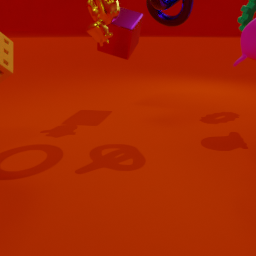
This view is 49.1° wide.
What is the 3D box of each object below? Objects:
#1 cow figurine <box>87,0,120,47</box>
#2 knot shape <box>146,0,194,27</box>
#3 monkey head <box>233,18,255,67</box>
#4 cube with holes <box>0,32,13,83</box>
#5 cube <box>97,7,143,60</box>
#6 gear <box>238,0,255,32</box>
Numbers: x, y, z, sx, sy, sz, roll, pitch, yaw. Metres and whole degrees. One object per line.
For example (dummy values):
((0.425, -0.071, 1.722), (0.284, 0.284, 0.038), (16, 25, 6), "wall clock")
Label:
((-0.658, -3.086, 7.996), (0.722, 1.295, 1.316), (-5, 23, 43), "cow figurine")
((1.173, -3.118, 6.252), (1.580, 0.780, 1.689), (-23, -23, 6), "knot shape")
((3.457, -2.266, 7.311), (1.092, 1.812, 1.303), (26, 5, 5), "monkey head")
((-2.899, -1.356, 5.239), (0.994, 0.994, 0.994), (-30, 52, 16), "cube with holes")
((-0.276, -3.138, 9.199), (1.129, 1.129, 1.129), (19, 51, 7), "cube")
((4.316, -3.758, 9.143), (1.494, 1.494, 0.276), (-9, 45, -23), "gear")
